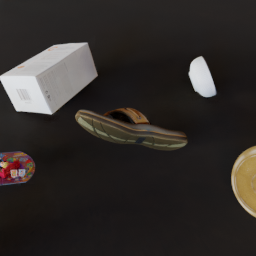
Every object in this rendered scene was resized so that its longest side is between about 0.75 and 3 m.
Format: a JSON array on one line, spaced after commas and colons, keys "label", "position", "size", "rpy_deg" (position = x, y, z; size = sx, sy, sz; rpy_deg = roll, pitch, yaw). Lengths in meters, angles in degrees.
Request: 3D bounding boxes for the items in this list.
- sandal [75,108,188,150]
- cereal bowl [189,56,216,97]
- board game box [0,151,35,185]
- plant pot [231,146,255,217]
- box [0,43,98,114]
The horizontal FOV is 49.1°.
[{"label": "sandal", "position": [0.131, -0.074, 6.369], "size": [2.631, 1.075, 0.718], "rpy_deg": [10, 70, -11]}, {"label": "cereal bowl", "position": [2.162, -1.471, 8.365], "size": [0.517, 1.241, 1.241], "rpy_deg": [-20, 39, 11]}, {"label": "board game box", "position": [-2.751, 0.776, 6.106], "size": [1.374, 0.268, 1.086], "rpy_deg": [-3, 34, -23]}, {"label": "plant pot", "position": [2.533, 1.036, 5.158], "size": [0.199, 1.451, 1.451], "rpy_deg": [-2, 34, -39]}, {"label": "box", "position": [-2.193, -1.510, 8.169], "size": [1.438, 1.127, 2.311], "rpy_deg": [6, 39, 31]}]
